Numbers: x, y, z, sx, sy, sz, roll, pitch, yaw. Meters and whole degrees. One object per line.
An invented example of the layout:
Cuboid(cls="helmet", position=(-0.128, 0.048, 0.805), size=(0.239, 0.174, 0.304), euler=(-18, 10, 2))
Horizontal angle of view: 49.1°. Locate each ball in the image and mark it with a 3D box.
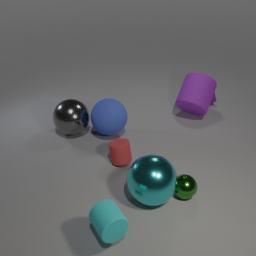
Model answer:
Cuboid(cls="ball", position=(1.630, 1.674, 8.008), size=(0.700, 0.700, 0.700), euler=(0, 31, 0))
Cuboid(cls="ball", position=(-2.188, -0.420, 10.828), size=(1.400, 1.400, 1.400), euler=(0, 31, 0))
Cuboid(cls="ball", position=(-0.718, -0.427, 10.651), size=(1.400, 1.400, 1.400), euler=(0, 31, 0))
Cuboid(cls="ball", position=(0.660, 1.426, 7.732), size=(1.400, 1.400, 1.400), euler=(0, 31, 0))

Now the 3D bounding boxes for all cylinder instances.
Cuboid(cls="cylinder", position=(-0.447, 2.126, 6.425), size=(0.700, 0.700, 0.700), euler=(-17, 34, -26))
Cuboid(cls="cylinder", position=(-0.253, 0.795, 9.368), size=(0.700, 0.700, 0.700), euler=(-8, 21, 3))
Cuboid(cls="cylinder", position=(2.940, -1.463, 12.109), size=(1.400, 1.400, 1.400), euler=(18, 78, 27))

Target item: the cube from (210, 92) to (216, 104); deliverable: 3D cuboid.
Cuboid(cls="cube", position=(3.677, -1.561, 13.293), size=(0.700, 0.700, 0.700), euler=(-22, 32, 2))
